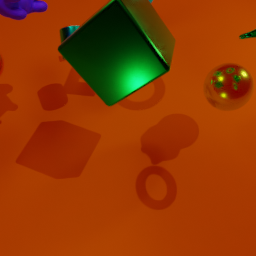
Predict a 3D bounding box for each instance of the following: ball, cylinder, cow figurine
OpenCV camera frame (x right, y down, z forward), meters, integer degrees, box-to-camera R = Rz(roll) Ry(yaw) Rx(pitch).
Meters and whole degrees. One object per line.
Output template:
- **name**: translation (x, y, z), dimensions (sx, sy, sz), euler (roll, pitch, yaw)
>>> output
- **ball**: translation (2.370, -0.967, 6.641), dimensions (1.137, 1.137, 1.137), euler (0, 64, 0)
- **cylinder**: translation (-1.317, -2.106, 7.018), dimensions (0.719, 0.719, 0.719), euler (-6, 95, -3)
- **cow figurine**: translation (-2.331, -2.706, 5.779), dimensions (1.337, 0.746, 1.359), euler (15, 43, 23)

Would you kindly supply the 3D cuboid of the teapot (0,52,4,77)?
- **teapot**: translation (-3.065, -1.321, 5.838), dimensions (0.776, 0.985, 1.584), euler (10, 90, 48)

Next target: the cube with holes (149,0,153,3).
- **cube with holes**: translation (0.321, -3.480, 6.088), dimensions (0.934, 0.934, 0.934), euler (24, 39, -18)

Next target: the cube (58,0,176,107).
- **cube**: translation (-0.119, -1.473, 4.965), dimensions (1.355, 1.355, 1.355), euler (-28, 25, 30)

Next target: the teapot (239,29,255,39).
- **teapot**: translation (2.795, -1.765, 4.818), dimensions (0.910, 1.858, 1.155), euler (-19, 104, -19)
